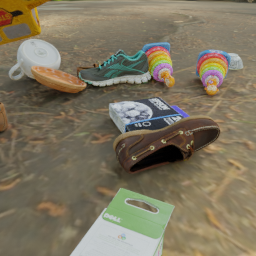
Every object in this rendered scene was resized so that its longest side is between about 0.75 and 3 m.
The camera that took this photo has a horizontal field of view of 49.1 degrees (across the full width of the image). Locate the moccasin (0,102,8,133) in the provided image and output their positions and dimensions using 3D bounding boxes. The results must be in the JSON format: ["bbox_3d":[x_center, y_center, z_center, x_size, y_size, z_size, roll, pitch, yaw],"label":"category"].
[{"bbox_3d":[-4.433,-0.096,7.142,2.543,0.982,0.930,-15,33,-25],"label":"moccasin"}]

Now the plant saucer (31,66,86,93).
[{"bbox_3d":[-2.504,-1.723,10.084,1.985,0.371,1.985,20,16,-6],"label":"plant saucer"}]

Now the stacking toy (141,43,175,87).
[{"bbox_3d":[1.352,-2.339,11.241,1.260,1.332,2.296,-9,44,-9],"label":"stacking toy"}]

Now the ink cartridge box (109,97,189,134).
[{"bbox_3d":[0.893,-0.224,7.889,2.321,0.504,2.299,-9,30,-18],"label":"ink cartridge box"}]

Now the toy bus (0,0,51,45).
[{"bbox_3d":[-1.579,-1.175,2.607,2.115,0.828,0.688,-16,69,-3],"label":"toy bus"}]

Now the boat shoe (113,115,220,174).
[{"bbox_3d":[1.016,0.433,6.344,2.629,0.926,0.925,-15,37,-15],"label":"boat shoe"}]

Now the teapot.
[{"bbox_3d":[-3.696,-2.595,11.373,1.795,1.311,1.772,15,50,-22],"label":"teapot"}]

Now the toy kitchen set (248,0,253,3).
[{"bbox_3d":[3.010,-2.801,5.457,1.289,1.425,1.580,24,49,-14],"label":"toy kitchen set"}]

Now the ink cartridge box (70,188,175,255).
[{"bbox_3d":[-0.106,1.831,4.115,1.026,0.586,1.976,13,32,22],"label":"ink cartridge box"}]

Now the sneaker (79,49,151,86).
[{"bbox_3d":[-0.501,-2.422,10.939,2.880,1.314,1.118,-8,29,-15],"label":"sneaker"}]

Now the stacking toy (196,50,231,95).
[{"bbox_3d":[3.160,-1.933,10.547,1.271,1.202,2.190,10,43,11],"label":"stacking toy"}]

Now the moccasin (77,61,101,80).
[{"bbox_3d":[-1.333,-2.437,11.675,1.627,0.628,0.595,-8,30,-13],"label":"moccasin"}]

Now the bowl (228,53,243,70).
[{"bbox_3d":[4.809,-3.150,13.043,1.155,0.542,1.155,-1,29,0],"label":"bowl"}]
